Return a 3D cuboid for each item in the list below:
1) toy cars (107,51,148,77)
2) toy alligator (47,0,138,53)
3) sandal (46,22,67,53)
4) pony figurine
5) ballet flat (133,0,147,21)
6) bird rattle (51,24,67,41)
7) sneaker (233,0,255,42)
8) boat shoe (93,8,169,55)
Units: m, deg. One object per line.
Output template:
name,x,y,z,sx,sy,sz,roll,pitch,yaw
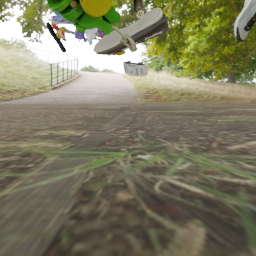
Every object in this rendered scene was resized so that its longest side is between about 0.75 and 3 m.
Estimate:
toy cars,-0.161,-1.867,7.670,0.351,1.586,0.711,-49,1,-38
toy alligator,-0.701,-1.860,4.167,0.878,0.803,2.960,54,5,33
sandal,-2.657,-3.449,10.587,0.265,1.237,0.470,-26,27,11
pony figurine,-1.328,-3.153,8.279,1.781,1.483,1.719,14,-4,-8
ballet flat,0.316,-3.738,8.482,0.427,1.267,0.294,-16,-29,21
bird rattle,-2.345,-3.369,9.833,0.425,0.615,0.754,-27,-2,-3
sneaker,3.114,-2.825,7.095,0.483,1.307,0.518,-2,30,-36
boat shoe,0.071,-2.166,6.824,1.966,0.657,0.560,-21,-43,24
